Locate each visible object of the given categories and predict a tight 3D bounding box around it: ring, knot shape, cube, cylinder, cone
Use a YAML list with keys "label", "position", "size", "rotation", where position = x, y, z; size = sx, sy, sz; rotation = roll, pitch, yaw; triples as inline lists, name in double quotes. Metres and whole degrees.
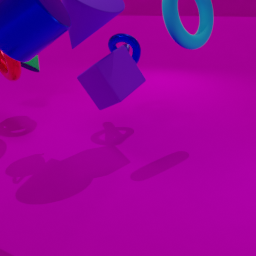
- label: "ring"
  position: [-3.450, -2.115, 7.675]
  size: [0.347, 1.735, 1.735]
  rotation: [-29, 36, -30]
- label: "knot shape"
  position: [-0.101, -2.121, 8.780]
  size: [0.765, 1.656, 1.550]
  rotation: [-23, 19, -12]
- label: "cube"
  position: [-0.426, -1.252, 7.143]
  size: [1.067, 1.067, 1.067]
  rotation: [-43, 16, -32]
- label: "ring"
  position: [1.541, -2.895, 7.034]
  size: [1.814, 1.814, 0.363]
  rotation: [-20, 14, -37]
- label: "cylinder"
  position: [-1.491, -1.621, 4.183]
  size: [0.926, 0.926, 0.926]
  rotation: [-31, 17, 18]
- label: "cone"
  position: [-1.120, -2.562, 6.786]
  size: [1.590, 1.596, 1.590]
  rotation: [18, 44, -18]
- label: "cone"
  position: [-3.314, -2.515, 9.607]
  size: [0.896, 0.900, 0.896]
  rotation: [19, -7, 2]
